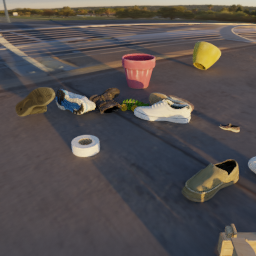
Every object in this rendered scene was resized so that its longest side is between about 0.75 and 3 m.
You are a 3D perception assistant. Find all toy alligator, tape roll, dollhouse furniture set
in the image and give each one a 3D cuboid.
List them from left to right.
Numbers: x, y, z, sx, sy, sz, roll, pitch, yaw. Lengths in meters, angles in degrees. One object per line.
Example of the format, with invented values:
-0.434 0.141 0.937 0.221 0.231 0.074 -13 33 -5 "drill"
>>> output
-1.421 0.591 9.424 0.939 0.328 0.939 0 26 0 "tape roll"
0.417 -1.025 12.450 1.957 0.470 0.649 6 28 11 "toy alligator"
2.247 2.562 4.872 0.817 0.956 1.845 -1 27 2 "dollhouse furniture set"

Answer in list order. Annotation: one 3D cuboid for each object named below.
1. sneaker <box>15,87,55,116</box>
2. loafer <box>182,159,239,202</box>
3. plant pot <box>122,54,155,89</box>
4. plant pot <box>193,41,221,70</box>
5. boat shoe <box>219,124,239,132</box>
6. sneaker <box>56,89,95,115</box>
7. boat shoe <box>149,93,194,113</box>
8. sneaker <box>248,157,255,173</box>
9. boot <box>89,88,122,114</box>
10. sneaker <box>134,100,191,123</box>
-3.556 -1.121 11.458 2.003 0.766 1.147 -28 -2 28 "sneaker"
2.245 1.336 7.575 1.984 0.669 0.754 -19 32 -32 "loafer"
0.551 -3.061 15.220 1.779 1.592 1.779 1 27 0 "plant pot"
4.941 -4.586 18.266 1.793 1.273 1.793 28 -4 2 "plant pot"
3.913 -0.052 10.784 0.755 0.245 0.272 18 32 31 "boat shoe"
-2.357 -1.156 12.554 2.287 0.857 0.991 27 24 37 "sneaker"
1.905 -1.073 12.330 2.090 0.752 0.677 21 26 33 "boat shoe"
3.986 1.357 7.608 1.673 0.616 0.967 24 32 36 "sneaker"
-0.774 -1.164 12.697 1.764 0.611 1.536 -26 38 -26 "boot"
1.416 -0.779 11.567 2.334 0.826 0.852 5 27 10 "sneaker"
